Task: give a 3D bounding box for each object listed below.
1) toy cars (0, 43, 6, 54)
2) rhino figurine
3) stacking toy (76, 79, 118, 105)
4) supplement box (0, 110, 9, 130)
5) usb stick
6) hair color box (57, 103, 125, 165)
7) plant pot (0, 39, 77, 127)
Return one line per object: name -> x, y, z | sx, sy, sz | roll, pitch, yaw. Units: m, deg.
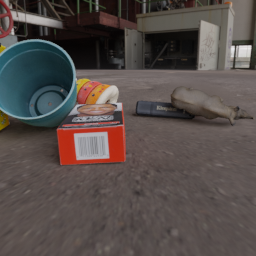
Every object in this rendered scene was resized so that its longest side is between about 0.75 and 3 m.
toy cars -> -4.808, -2.092, 8.097 | 0.542, 1.097, 2.447 | 33, 55, 29
rhino figurine -> 2.581, -0.680, 8.857 | 2.730, 0.816, 1.194 | 22, 16, 27
stacking toy -> -1.355, -1.108, 8.939 | 1.839, 1.344, 1.344 | 31, 23, 12
supplement box -> -4.188, -0.385, 7.159 | 1.305, 1.314, 2.399 | -4, 15, -2
usb stick -> 1.295, -0.643, 9.818 | 2.085, 0.578, 0.340 | 6, -27, 12
hair color box -> -0.753, 0.012, 6.698 | 1.343, 0.810, 2.646 | -3, 14, -2
plant pot -> -2.353, -0.968, 7.783 | 2.131, 2.131, 2.003 | 0, -15, 0
